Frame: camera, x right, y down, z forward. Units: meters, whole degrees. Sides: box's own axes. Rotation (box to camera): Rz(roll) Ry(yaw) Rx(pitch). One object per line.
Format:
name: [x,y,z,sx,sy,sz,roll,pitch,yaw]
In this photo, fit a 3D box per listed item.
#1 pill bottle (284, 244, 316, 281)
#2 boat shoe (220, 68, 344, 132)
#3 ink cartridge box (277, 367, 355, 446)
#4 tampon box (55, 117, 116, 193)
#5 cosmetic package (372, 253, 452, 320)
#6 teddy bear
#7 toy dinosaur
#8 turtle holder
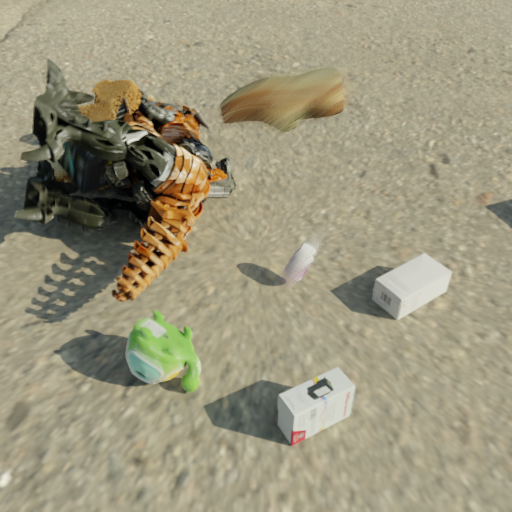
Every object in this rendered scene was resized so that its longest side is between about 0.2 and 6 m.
pill bottle: [0.741,0.096,9.322,0.327,0.582,0.327,27,19,-10]
boat shoe: [0.519,-2.673,9.951,2.266,0.857,0.837,-15,83,-5]
ink cartridge box: [0.778,1.969,7.351,0.946,0.689,0.392,-20,43,-22]
tampon box: [-3.210,-1.896,10.499,0.689,0.818,1.092,-28,68,-37]
cosmetic package: [2.554,0.485,9.200,1.160,0.492,0.624,-23,45,-25]
teddy bear: [-3.426,-2.616,12.528,2.367,1.090,3.264,-8,49,2]
toy dinosaur: [-2.081,-1.540,10.084,3.752,2.824,5.529,13,18,-16]
turtle holder: [-1.300,1.395,7.918,1.124,0.798,0.854,23,21,-21]
